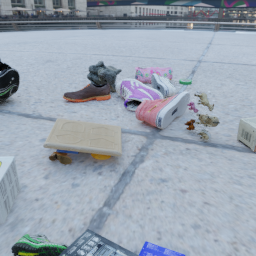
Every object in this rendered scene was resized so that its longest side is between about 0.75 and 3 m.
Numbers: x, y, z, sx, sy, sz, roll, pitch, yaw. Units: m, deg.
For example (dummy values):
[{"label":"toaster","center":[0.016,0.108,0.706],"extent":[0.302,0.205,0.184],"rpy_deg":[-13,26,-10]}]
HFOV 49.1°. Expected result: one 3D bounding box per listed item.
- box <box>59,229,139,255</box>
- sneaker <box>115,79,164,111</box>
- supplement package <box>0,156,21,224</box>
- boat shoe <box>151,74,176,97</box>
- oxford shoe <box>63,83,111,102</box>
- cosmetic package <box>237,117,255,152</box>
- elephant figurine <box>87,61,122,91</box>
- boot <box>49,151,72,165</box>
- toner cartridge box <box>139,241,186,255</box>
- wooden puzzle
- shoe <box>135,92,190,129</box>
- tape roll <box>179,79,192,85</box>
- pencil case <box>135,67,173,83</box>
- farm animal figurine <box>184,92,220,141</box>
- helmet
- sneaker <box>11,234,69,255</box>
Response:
[{"label":"box","center":[-0.707,2.665,4.714],"extent":[1.425,0.461,1.807],"rpy_deg":[14,28,30]},{"label":"sneaker","center":[0.099,-1.573,13.276],"extent":[2.857,1.035,1.629],"rpy_deg":[22,36,40]},{"label":"supplement package","center":[-3.466,1.453,6.676],"extent":[1.310,1.008,1.370],"rpy_deg":[-1,26,-3]},{"label":"boat shoe","center":[2.012,-2.353,15.109],"extent":[0.998,0.865,2.342],"rpy_deg":[-6,28,-13]},{"label":"oxford shoe","center":[-2.061,-1.829,13.956],"extent":[2.384,0.865,0.849],"rpy_deg":[-7,26,-14]},{"label":"cosmetic package","center":[4.949,0.134,9.730],"extent":[1.955,0.853,1.011],"rpy_deg":[-6,25,-13]},{"label":"elephant figurine","center":[-1.102,-2.702,15.128],"extent":[1.824,1.663,2.351],"rpy_deg":[-30,30,-24]},{"label":"boot","center":[-2.014,0.879,8.862],"extent":[0.805,0.309,0.625],"rpy_deg":[1,20,20]},{"label":"toner cartridge box","center":[0.652,2.508,5.393],"extent":[0.831,0.179,0.395],"rpy_deg":[11,26,22]},{"label":"wooden puzzle","center":[-1.389,0.391,9.278],"extent":[2.322,0.580,2.507],"rpy_deg":[8,19,-5]},{"label":"shoe","center":[1.523,-0.936,11.817],"extent":[1.321,1.037,2.903],"rpy_deg":[19,34,28]},{"label":"tape roll","center":[3.456,-2.778,16.837],"extent":[0.756,0.182,0.756],"rpy_deg":[-1,25,0]},{"label":"pencil case","center":[1.525,-3.220,16.841],"extent":[2.260,0.988,0.988],"rpy_deg":[0,25,-3]},{"label":"farm animal figurine","center":[2.784,-0.435,10.165],"extent":[0.755,1.448,1.432],"rpy_deg":[1,28,-30]},{"label":"helmet","center":[-6.530,-2.241,12.917],"extent":[2.461,2.461,2.347],"rpy_deg":[17,28,32]},{"label":"sneaker","center":[-1.661,2.301,5.518],"extent":[1.168,0.456,0.497],"rpy_deg":[5,25,11]}]
